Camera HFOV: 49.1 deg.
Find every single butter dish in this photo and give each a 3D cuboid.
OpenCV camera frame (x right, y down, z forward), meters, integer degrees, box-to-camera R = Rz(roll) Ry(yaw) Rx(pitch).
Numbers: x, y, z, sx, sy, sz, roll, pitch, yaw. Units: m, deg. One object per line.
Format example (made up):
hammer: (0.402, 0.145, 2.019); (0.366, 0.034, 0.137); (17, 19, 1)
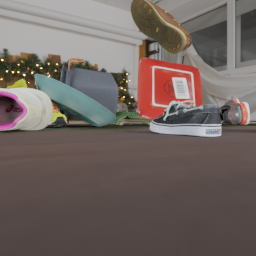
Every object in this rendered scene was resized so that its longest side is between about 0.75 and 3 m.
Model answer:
butter dish: (1.318, -1.043, 10.138); (2.371, 2.377, 1.757); (7, -23, -12)

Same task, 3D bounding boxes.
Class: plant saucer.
plant saucer: (-1.502, -0.633, 7.685); (2.484, 0.447, 2.484); (27, -8, 4)

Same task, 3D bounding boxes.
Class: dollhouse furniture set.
dollhouse furniture set: (0.460, -0.808, 10.939); (2.687, 1.348, 1.760); (-1, 2, -27)

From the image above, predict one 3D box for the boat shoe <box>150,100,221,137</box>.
boat shoe: (0.764, -0.155, 4.052); (0.531, 0.491, 1.437); (-1, 2, -20)

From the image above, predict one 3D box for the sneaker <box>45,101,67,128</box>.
sneaker: (-2.009, -0.364, 7.164); (0.621, 0.717, 1.589); (1, 3, -34)

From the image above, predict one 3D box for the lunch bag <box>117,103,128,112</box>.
lunch bag: (-0.855, -0.877, 17.140); (1.439, 1.195, 1.715); (-10, 0, 16)

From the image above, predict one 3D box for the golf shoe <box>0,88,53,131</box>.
golf shoe: (-2.684, -0.380, 4.871); (2.550, 0.961, 1.167); (-1, 5, 0)

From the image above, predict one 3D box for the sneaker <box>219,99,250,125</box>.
sneaker: (3.949, -0.631, 11.312); (1.143, 1.076, 2.792); (-6, 0, 6)

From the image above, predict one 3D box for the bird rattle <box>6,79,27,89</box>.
bird rattle: (-3.234, -0.445, 6.386); (2.025, 1.141, 1.651); (-3, 18, 2)

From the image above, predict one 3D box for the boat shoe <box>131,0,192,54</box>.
boat shoe: (1.110, -3.484, 9.473); (0.875, 2.591, 0.932); (-25, -25, -42)

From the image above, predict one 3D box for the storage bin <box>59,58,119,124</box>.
storage bin: (-1.485, -1.469, 10.600); (1.995, 2.162, 2.971); (2, 22, -11)
